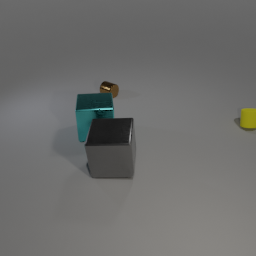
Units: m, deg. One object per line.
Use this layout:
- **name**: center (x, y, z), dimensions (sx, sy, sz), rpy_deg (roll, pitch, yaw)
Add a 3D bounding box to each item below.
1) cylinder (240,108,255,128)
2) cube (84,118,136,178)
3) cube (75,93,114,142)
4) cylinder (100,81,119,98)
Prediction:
- **cylinder**: center (4.975, -0.405, 11.431), dimensions (0.700, 0.700, 0.700), rpy_deg (-2, 14, 0)
- **cube**: center (-0.499, 0.627, 9.078), dimensions (1.400, 1.400, 1.400), rpy_deg (-1, 36, 6)
- **cube**: center (-1.266, -0.448, 10.989), dimensions (1.400, 1.400, 1.400), rpy_deg (-3, 33, -5)
- **cylinder**: center (-0.927, -1.909, 13.885), dimensions (0.700, 0.700, 0.700), rpy_deg (23, 39, 31)
